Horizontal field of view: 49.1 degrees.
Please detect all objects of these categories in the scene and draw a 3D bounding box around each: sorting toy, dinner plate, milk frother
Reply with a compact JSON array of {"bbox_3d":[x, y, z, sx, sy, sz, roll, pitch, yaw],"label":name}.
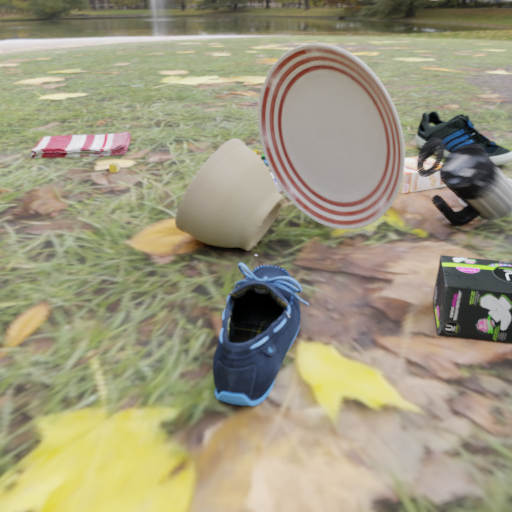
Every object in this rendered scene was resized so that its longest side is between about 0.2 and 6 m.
[{"bbox_3d":[0.068,-2.429,13.926,1.212,0.218,1.626,-3,27,-6],"label":"sorting toy"},{"bbox_3d":[1.249,-1.994,9.643,0.390,3.220,3.220,-31,39,-34],"label":"dinner plate"},{"bbox_3d":[3.792,-1.442,10.222,1.298,1.353,1.438,-30,47,33],"label":"milk frother"}]

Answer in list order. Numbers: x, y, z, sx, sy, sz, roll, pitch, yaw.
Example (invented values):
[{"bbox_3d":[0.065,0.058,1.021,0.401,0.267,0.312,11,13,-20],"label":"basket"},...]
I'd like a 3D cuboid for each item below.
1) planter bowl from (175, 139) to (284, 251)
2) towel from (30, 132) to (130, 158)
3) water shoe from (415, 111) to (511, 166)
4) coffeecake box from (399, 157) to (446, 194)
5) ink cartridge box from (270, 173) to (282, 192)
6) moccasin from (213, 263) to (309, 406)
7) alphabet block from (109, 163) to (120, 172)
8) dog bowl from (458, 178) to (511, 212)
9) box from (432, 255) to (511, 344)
[{"bbox_3d":[-0.314,-0.844,9.315,1.220,1.812,1.812,36,36,9],"label":"planter bowl"},{"bbox_3d":[-4.660,-3.016,15.063,2.428,0.276,1.749,-4,26,-7],"label":"towel"},{"bbox_3d":[5.162,-2.990,14.094,0.967,1.067,2.704,-20,33,-35],"label":"water shoe"},{"bbox_3d":[3.483,-1.817,12.407,1.291,0.472,0.991,-11,29,-22],"label":"coffeecake box"},{"bbox_3d":[0.268,-1.569,12.167,1.302,0.255,0.648,-18,32,-35],"label":"ink cartridge box"},{"bbox_3d":[0.120,0.698,6.857,1.056,0.895,2.625,2,27,5],"label":"moccasin"},{"bbox_3d":[-3.366,-2.104,13.313,0.189,0.188,0.192,3,27,10],"label":"alphabet block"},{"bbox_3d":[4.717,-1.261,11.320,1.135,0.447,1.135,0,27,0],"label":"dog bowl"},{"bbox_3d":[3.002,0.560,7.287,1.241,0.772,0.922,6,27,10],"label":"box"}]
